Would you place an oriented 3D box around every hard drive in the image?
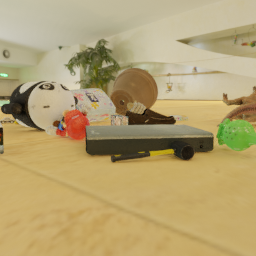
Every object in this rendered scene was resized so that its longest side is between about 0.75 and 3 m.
[{"bbox_3d":[0.297,0.195,5.680,2.310,0.380,1.612,-1,7,-9],"label":"hard drive"}]

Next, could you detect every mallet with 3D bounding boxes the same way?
[{"bbox_3d":[0.386,0.412,4.627,1.360,0.280,0.448,-5,8,-6],"label":"mallet"}]

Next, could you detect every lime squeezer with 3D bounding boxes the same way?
[{"bbox_3d":[2.130,0.099,5.186,1.045,0.558,2.960,-3,4,-5],"label":"lime squeezer"}]

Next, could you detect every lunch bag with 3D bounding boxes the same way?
[{"bbox_3d":[-1.682,-0.819,10.368,1.741,1.305,2.053,-8,17,-42],"label":"lunch bag"}]

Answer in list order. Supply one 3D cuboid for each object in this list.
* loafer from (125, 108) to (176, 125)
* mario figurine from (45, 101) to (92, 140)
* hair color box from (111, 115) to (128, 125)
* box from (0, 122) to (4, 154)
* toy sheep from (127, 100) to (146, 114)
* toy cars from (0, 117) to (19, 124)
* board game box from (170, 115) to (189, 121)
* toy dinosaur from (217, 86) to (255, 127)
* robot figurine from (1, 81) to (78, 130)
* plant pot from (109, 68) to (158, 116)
[{"bbox_3d":[0.706,-0.327,8.933,1.731,0.617,0.632,-1,7,-9],"label":"loafer"},{"bbox_3d":[-1.468,-0.237,6.915,0.861,1.003,1.624,16,-5,-25],"label":"mario figurine"},{"bbox_3d":[-0.276,-0.195,8.795,0.236,0.391,0.781,-4,8,-29],"label":"hair color box"},{"bbox_3d":[-3.707,-0.193,5.428,1.961,0.541,2.872,-5,22,-33],"label":"box"},{"bbox_3d":[0.421,-0.676,11.275,1.071,0.738,0.738,30,1,-11],"label":"toy sheep"},{"bbox_3d":[-4.082,-0.294,10.120,1.209,0.268,0.542,1,7,12],"label":"toy cars"},{"bbox_3d":[2.096,-0.416,11.540,0.614,0.156,0.913,0,7,0],"label":"board game box"},{"bbox_3d":[4.380,-0.603,9.185,2.923,1.254,1.981,-10,17,-26],"label":"toy dinosaur"},{"bbox_3d":[-2.613,-0.705,8.394,2.339,1.757,1.459,7,-35,45],"label":"robot figurine"},{"bbox_3d":[0.076,-1.624,13.964,2.400,2.400,2.093,3,24,23],"label":"plant pot"}]
